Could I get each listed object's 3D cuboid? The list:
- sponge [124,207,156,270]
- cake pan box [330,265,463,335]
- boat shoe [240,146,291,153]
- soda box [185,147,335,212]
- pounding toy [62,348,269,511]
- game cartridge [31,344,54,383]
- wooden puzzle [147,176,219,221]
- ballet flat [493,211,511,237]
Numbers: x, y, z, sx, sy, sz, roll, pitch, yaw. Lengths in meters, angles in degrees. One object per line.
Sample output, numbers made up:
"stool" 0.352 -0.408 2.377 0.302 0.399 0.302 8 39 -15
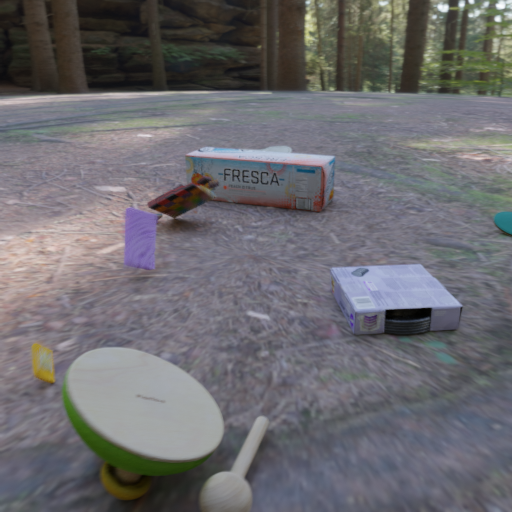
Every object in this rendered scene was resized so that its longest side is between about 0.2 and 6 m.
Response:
"sponge" -2.069 -0.304 10.006 0.158 1.061 0.592 -14 -21 37
"cake pan box" 2.115 0.644 8.766 1.609 0.457 1.747 -4 21 -5
"boat shoe" -0.071 -2.895 17.478 2.514 0.777 0.941 -4 36 11
"soda box" 0.097 -2.077 14.797 3.831 1.218 1.310 9 23 20
"pounding toy" -1.013 1.828 5.392 2.034 0.944 1.570 29 15 0
"game cartridge" -2.607 1.319 6.866 0.068 0.371 0.421 -22 62 5
"wooden puzzle" -1.662 -1.277 12.698 1.983 0.139 1.176 -25 -16 16
"ballet flat" 5.880 -0.557 11.996 0.522 0.564 1.600 17 9 -40
